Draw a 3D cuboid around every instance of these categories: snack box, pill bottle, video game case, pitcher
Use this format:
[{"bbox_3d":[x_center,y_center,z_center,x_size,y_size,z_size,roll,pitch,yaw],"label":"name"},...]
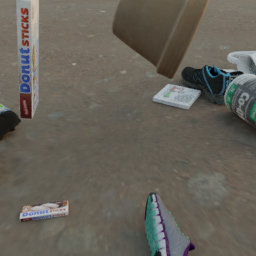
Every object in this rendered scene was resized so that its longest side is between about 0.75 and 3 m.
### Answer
[{"bbox_3d":[-1.773,1.764,5.974,0.973,0.118,0.350,-6,32,-10],"label":"snack box"},{"bbox_3d":[4.259,-0.640,8.659,1.392,1.392,2.461,-10,32,-15],"label":"pill bottle"},{"bbox_3d":[-2.415,-1.674,6.838,0.343,2.825,1.016,4,30,-11],"label":"snack box"},{"bbox_3d":[1.904,-1.243,10.794,1.403,0.183,1.541,16,35,24],"label":"video game case"},{"bbox_3d":[6.182,-3.152,12.504,2.821,1.710,2.420,-19,39,-10],"label":"pitcher"}]

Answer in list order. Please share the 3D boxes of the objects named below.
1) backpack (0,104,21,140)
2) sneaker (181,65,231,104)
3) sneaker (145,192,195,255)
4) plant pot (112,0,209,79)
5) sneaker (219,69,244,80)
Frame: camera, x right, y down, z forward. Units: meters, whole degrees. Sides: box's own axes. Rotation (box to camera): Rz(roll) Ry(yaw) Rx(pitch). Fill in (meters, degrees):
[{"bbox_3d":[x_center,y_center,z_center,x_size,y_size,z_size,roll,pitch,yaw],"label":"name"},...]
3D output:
[{"bbox_3d":[-4.223,-0.315,8.620,1.181,1.114,1.448,-41,33,-25],"label":"backpack"},{"bbox_3d":[3.135,-2.045,11.164,1.041,1.165,2.845,-13,33,-20],"label":"sneaker"},{"bbox_3d":[0.786,2.006,5.237,0.768,0.653,1.755,5,41,-12],"label":"sneaker"},{"bbox_3d":[0.794,-2.932,7.867,2.149,2.464,2.464,25,35,1],"label":"plant pot"},{"bbox_3d":[4.311,-2.335,12.375,1.453,0.536,0.581,6,17,2],"label":"sneaker"}]
